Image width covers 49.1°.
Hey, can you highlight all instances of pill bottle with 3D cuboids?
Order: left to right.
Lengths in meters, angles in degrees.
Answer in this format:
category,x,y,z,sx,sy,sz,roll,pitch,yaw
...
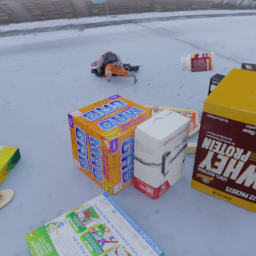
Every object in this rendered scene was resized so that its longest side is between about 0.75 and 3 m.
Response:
category,x,y,z,sx,sy,sz,roll,pitch,yaw
pill bottle,3.049,-2.850,12.271,1.403,0.792,0.792,-2,31,16

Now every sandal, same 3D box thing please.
category,x,y,z,sx,sy,sz,roll,pitch,yaw
sandal,-4.045,2.001,7.622,1.840,0.605,0.675,-24,39,-33

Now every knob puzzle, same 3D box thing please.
category,x,y,z,sx,sy,sz,roll,pitch,yaw
knob puzzle,1.649,-0.288,11.457,3.029,0.420,3.029,0,32,0

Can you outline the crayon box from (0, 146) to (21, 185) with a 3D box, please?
category,x,y,z,sx,sy,sz,roll,pitch,yaw
crayon box,-4.416,1.285,8.875,1.211,0.484,1.907,5,32,7

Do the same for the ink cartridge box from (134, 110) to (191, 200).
category,x,y,z,sx,sy,sz,roll,pitch,yaw
ink cartridge box,0.979,0.758,8.167,0.880,2.124,1.559,25,40,34

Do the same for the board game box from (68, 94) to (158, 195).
category,x,y,z,sx,sy,sz,roll,pitch,yaw
board game box,-0.430,0.412,8.829,2.000,1.998,1.998,-27,41,-36

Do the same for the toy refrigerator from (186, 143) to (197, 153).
category,x,y,z,sx,sy,sz,roll,pitch,yaw
toy refrigerator,2.355,0.720,9.983,0.829,0.290,0.315,1,25,1

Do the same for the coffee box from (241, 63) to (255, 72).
category,x,y,z,sx,sy,sz,roll,pitch,yaw
coffee box,5.394,-1.878,12.654,0.732,1.833,1.036,6,32,9

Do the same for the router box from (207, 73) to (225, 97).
category,x,y,z,sx,sy,sz,roll,pitch,yaw
router box,4.392,-0.945,11.157,2.481,1.850,0.633,26,41,34

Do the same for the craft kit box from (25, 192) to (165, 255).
category,x,y,z,sx,sy,sz,roll,pitch,yaw
craft kit box,-0.804,2.799,6.449,2.340,0.575,2.369,-19,37,-32

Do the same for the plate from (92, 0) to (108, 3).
category,x,y,z,sx,sy,sz,roll,pitch,yaw
plate,-1.187,-6.133,13.047,1.071,0.137,1.071,-9,47,10

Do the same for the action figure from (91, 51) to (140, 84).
category,x,y,z,sx,sy,sz,roll,pitch,yaw
action figure,-0.462,-3.520,15.671,2.965,1.551,2.868,-14,43,-22

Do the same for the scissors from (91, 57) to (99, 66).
category,x,y,z,sx,sy,sz,roll,pitch,yaw
scissors,-2.115,-4.341,18.214,0.585,0.111,1.600,-6,34,-6

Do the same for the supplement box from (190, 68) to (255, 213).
category,x,y,z,sx,sy,sz,roll,pitch,yaw
supplement box,3.423,0.197,8.296,1.943,2.927,2.887,18,36,27
